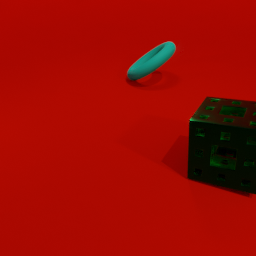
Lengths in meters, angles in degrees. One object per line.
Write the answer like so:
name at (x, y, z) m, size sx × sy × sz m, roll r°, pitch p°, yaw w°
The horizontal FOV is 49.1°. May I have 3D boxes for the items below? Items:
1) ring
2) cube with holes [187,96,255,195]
ring at (0.843, -2.474, 10.364) m, size 2.064 × 0.413 × 2.064 m, roll -34°, pitch 18°, yaw 13°
cube with holes at (2.014, 0.262, 5.549) m, size 1.300 × 1.300 × 1.300 m, roll 10°, pitch 30°, yaw 26°
